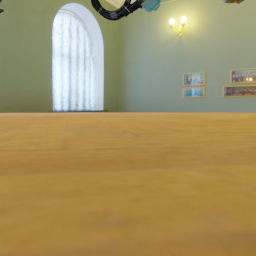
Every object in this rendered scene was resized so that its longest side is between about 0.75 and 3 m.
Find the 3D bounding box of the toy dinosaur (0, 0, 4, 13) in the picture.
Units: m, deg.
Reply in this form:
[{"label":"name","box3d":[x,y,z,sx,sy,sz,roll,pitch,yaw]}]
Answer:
[{"label":"toy dinosaur","box3d":[-3.924,-3.427,8.043,0.568,0.754,1.475,22,7,-26]}]

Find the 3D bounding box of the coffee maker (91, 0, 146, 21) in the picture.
[{"label":"coffee maker","box3d":[-0.601,-2.958,4.388,1.596,2.276,2.370,-12,28,19]}]

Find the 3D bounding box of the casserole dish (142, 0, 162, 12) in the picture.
[{"label":"casserole dish","box3d":[0.493,-3.861,7.976,1.144,0.693,0.222,44,-3,-33]}]

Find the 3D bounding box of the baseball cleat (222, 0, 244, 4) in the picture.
[{"label":"baseball cleat","box3d":[1.961,-3.756,6.322,0.931,1.420,2.669,-23,-15,31]}]
